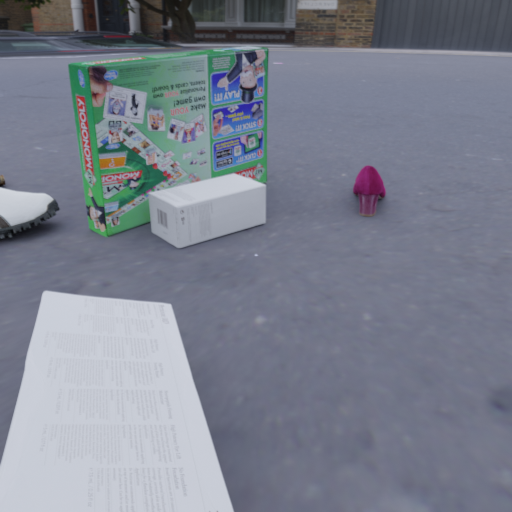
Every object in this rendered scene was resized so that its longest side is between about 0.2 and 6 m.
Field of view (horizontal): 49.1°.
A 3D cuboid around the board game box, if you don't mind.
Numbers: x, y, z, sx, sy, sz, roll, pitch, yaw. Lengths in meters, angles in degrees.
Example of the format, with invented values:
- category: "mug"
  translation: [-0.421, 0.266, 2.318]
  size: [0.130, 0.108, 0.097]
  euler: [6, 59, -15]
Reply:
- category: "board game box"
  translation: [-1.332, -2.280, 10.403]
  size: [0.605, 2.799, 4.159]
  euler: [22, 32, 36]

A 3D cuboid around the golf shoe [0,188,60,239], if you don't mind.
- category: "golf shoe"
  translation: [-4.923, -1.050, 9.237]
  size: [3.123, 1.475, 1.214]
  euler: [-3, 17, -15]

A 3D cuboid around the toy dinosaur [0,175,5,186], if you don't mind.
- category: "toy dinosaur"
  translation: [-6.659, -1.775, 11.708]
  size: [2.655, 0.802, 1.410]
  euler: [23, 22, -2]

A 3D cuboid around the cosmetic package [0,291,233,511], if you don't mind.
- category: "cosmetic package"
  translation: [-1.187, 1.282, 4.445]
  size: [1.336, 0.820, 3.237]
  euler: [6, 16, -17]

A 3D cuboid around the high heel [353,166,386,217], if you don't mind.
- category: "high heel"
  translation: [2.257, -1.538, 10.974]
  size: [0.674, 0.962, 2.000]
  euler: [3, 25, 6]

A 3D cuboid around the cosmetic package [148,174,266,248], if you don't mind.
- category: "cosmetic package"
  translation: [-0.814, -0.824, 9.661]
  size: [1.817, 0.771, 0.978]
  euler: [-17, 28, -33]
